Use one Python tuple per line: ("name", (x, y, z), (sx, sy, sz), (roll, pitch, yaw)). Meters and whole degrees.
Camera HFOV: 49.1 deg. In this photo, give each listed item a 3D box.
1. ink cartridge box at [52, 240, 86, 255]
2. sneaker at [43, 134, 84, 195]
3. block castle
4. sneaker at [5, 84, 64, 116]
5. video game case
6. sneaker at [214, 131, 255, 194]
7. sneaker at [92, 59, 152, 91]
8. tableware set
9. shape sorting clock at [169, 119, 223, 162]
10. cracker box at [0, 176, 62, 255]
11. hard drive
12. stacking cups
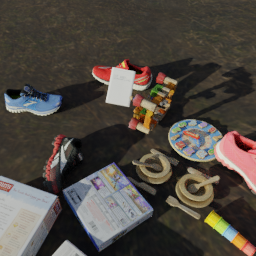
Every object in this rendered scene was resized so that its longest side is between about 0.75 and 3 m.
("ink cartridge box", (-1.074, 3.836, 6.599), (2.079, 0.693, 1.204), (29, 53, 24))
("sneaker", (-2.010, 1.117, 9.022), (1.079, 0.780, 2.208), (0, 48, 7))
("block castle", (0.854, -0.967, 10.433), (1.061, 1.511, 2.261), (26, 45, 17))
("sneaker", (-3.744, -1.145, 11.040), (2.356, 1.050, 0.925), (1, 47, 0))
("video game case", (-0.609, 2.212, 8.240), (1.846, 0.463, 2.036), (-26, 53, -25))
("sneaker", (4.017, 1.178, 8.640), (2.860, 1.240, 1.054), (39, 58, 22))
("sneaker", (-0.249, -2.509, 12.243), (2.694, 1.144, 1.037), (10, 47, 9))
("tableware set", (1.465, 1.494, 8.772), (2.613, 0.524, 1.727), (25, 45, 23))
("shape sorting clock", (2.467, 0.379, 10.054), (2.015, 0.395, 2.015), (0, 47, 0))
("cracker box", (-3.353, 2.886, 7.390), (1.957, 0.843, 2.922), (16, 50, 14))
("hard drive", (-0.270, -1.555, 10.635), (0.904, 0.174, 1.370), (10, 82, -3))
("stacking cups", (2.823, 2.874, 7.682), (1.424, 0.431, 0.431), (35, 56, 29))
